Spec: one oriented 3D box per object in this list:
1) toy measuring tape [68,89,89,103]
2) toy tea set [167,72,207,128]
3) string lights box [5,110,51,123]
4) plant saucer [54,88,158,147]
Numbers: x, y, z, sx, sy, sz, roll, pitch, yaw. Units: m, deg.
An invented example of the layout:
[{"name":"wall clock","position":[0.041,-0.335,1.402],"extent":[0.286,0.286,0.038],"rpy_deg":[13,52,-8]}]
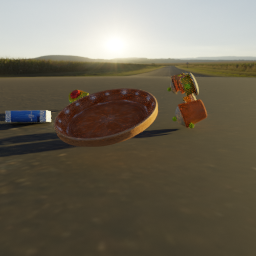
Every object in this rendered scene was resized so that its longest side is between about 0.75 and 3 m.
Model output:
[{"name":"toy measuring tape","position":[-1.704,-1.014,10.678],"extent":[1.919,0.706,0.706],"rpy_deg":[24,25,39]},{"name":"toy tea set","position":[1.521,-0.877,8.170],"extent":[0.891,1.432,2.408],"rpy_deg":[-21,12,8]},{"name":"string lights box","position":[-2.895,-0.325,8.188],"extent":[1.144,0.337,0.588],"rpy_deg":[-1,0,-4]},{"name":"plant saucer","position":[-0.397,-0.213,5.221],"extent":[1.922,0.310,1.922],"rpy_deg":[-10,31,6]}]
